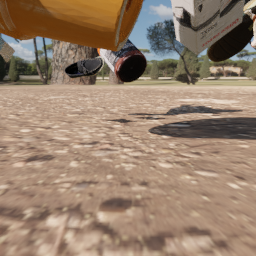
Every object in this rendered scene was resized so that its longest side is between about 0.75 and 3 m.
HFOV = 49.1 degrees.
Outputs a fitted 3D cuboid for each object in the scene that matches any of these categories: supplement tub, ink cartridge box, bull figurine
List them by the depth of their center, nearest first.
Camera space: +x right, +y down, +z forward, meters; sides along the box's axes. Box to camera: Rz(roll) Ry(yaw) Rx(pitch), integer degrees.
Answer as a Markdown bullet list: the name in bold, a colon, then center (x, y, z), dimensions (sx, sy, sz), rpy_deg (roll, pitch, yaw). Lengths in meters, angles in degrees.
- **bull figurine**: center (2.636, -2.055, 5.232), dimensions (1.189, 0.722, 0.387), rpy_deg (-43, 25, -1)
- **ink cartridge box**: center (1.898, -3.061, 6.584), dimensions (1.566, 2.159, 0.904), rpy_deg (-37, 60, -4)
- **supplement tub**: center (-0.332, -2.679, 9.939), dimensions (1.200, 1.200, 2.244), rpy_deg (-6, 46, -31)

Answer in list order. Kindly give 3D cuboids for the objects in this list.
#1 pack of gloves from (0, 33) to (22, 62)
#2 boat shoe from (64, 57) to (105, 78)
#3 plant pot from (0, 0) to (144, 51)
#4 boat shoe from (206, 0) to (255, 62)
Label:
- **pack of gloves**: center (-3.075, -2.360, 6.983), dimensions (0.224, 0.955, 1.137), rpy_deg (23, -18, 10)
- **boat shoe**: center (-1.369, -1.889, 8.783), dimensions (1.442, 0.538, 0.449), rpy_deg (-9, -7, 25)
- **plant pot**: center (-1.000, -2.585, 4.866), dimensions (2.467, 2.694, 2.694), rpy_deg (24, 12, 2)
- **boat shoe**: center (3.079, -2.780, 7.899), dimensions (2.323, 0.832, 0.884), rpy_deg (-40, 28, 5)
